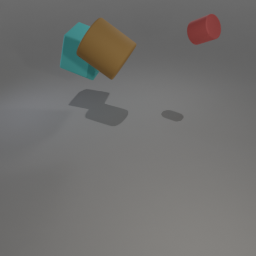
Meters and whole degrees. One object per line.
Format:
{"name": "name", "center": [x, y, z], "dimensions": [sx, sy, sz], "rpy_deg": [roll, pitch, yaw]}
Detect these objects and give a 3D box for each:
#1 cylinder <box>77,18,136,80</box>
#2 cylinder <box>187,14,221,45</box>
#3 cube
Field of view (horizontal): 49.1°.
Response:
{"name": "cylinder", "center": [-0.680, -2.503, 8.932], "dimensions": [1.400, 1.400, 1.400], "rpy_deg": [35, 34, -7]}
{"name": "cylinder", "center": [2.198, -2.843, 8.113], "dimensions": [0.700, 0.700, 0.700], "rpy_deg": [-26, 15, -35]}
{"name": "cube", "center": [-1.623, -2.955, 10.768], "dimensions": [1.400, 1.400, 1.400], "rpy_deg": [22, 41, 0]}
